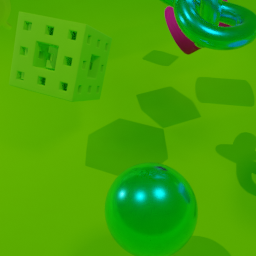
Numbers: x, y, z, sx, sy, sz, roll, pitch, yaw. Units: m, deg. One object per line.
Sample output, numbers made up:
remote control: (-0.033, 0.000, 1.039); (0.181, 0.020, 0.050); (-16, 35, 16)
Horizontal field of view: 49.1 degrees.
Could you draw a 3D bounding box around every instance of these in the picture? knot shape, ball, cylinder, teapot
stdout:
knot shape: (0.932, -1.882, 3.946); (0.853, 1.728, 1.846); (-40, 26, 21)
ball: (0.278, 0.990, 3.435); (1.129, 1.129, 1.129); (0, 44, 0)
cylinder: (1.757, -2.655, 6.787); (1.297, 1.297, 1.297); (-23, 35, 31)
teapot: (-3.715, -3.221, 7.041); (1.253, 2.016, 0.987); (-42, 49, 2)

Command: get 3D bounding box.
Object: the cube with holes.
cube with holes: (-1.174, -1.239, 5.117); (1.224, 1.224, 1.224); (15, 11, 13)
